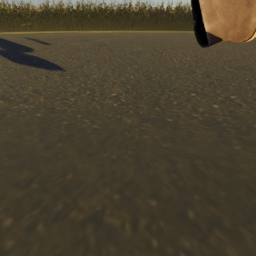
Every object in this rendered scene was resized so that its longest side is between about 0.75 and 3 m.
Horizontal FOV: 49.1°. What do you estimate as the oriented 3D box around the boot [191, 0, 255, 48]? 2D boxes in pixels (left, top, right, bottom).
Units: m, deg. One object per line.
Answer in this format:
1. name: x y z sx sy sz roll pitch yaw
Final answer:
1. boot: 2.154 -2.973 5.774 2.006 2.412 0.873 -18 15 -27
